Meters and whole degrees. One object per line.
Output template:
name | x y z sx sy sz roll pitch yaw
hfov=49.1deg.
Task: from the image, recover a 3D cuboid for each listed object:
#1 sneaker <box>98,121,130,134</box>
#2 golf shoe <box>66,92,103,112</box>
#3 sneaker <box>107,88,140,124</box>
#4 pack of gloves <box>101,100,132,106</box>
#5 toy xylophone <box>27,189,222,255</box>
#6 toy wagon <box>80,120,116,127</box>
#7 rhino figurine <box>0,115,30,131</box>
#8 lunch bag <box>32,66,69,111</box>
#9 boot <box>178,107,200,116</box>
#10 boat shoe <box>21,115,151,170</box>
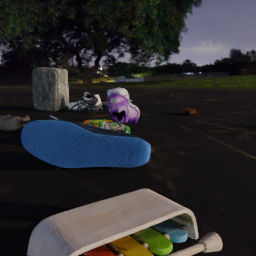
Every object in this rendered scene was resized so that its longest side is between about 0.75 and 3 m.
sneaker | -0.371 0.116 7.771 0.741 0.679 1.739 3 10 14
golf shoe | -2.344 -1.396 14.945 2.201 1.040 0.856 2 14 24
sneaker | -0.152 -0.438 8.194 0.698 0.768 1.736 -6 -25 18
pack of gloves | -0.827 -1.412 17.212 2.042 0.480 2.430 -7 5 -6
toy xylophone | -0.020 1.133 2.790 1.925 0.484 1.409 -5 12 -27
toy wagon | -1.064 -0.080 9.755 1.306 0.333 1.683 1 11 1
rhino figurine | -4.422 -0.184 9.785 1.820 0.544 0.796 1 11 17
lunch bag | -4.118 -2.186 15.618 1.695 2.432 2.040 6 15 15
boot | 2.992 -0.738 13.754 0.862 0.313 0.915 7 17 -6
boat shoe | -0.859 0.431 5.852 2.577 1.084 0.885 15 1 -8
